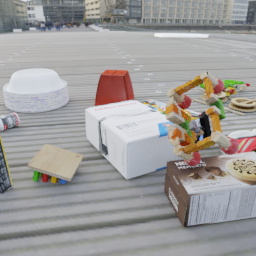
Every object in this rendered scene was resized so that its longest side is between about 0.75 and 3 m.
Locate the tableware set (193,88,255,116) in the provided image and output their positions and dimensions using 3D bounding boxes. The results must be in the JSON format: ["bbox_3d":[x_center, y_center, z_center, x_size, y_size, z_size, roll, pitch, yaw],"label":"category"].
[{"bbox_3d":[4.832,-1.434,13.437,1.900,0.576,2.875,-19,30,-36],"label":"tableware set"}]

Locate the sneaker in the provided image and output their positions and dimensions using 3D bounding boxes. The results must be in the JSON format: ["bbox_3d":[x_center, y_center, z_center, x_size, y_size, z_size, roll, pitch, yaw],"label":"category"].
[{"bbox_3d":[4.349,0.626,8.569,2.963,1.141,1.258,-15,37,-13],"label":"sneaker"}]

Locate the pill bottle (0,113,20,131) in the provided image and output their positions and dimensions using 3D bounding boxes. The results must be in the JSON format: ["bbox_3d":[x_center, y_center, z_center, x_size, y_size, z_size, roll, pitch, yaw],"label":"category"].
[{"bbox_3d":[-4.736,-0.213,10.775,0.542,0.542,0.952,20,32,38],"label":"pill bottle"}]

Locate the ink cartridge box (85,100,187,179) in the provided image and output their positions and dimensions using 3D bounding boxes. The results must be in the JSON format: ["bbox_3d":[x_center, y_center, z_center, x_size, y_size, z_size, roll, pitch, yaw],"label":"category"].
[{"bbox_3d":[0.147,0.187,8.991,2.111,1.229,2.919,-12,27,-28],"label":"ink cartridge box"}]

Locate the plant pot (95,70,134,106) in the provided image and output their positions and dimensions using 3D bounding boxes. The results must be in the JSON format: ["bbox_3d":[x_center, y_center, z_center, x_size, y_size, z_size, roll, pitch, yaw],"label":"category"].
[{"bbox_3d":[-0.637,-1.983,13.581,1.674,1.477,1.676,4,25,10],"label":"plant pot"}]

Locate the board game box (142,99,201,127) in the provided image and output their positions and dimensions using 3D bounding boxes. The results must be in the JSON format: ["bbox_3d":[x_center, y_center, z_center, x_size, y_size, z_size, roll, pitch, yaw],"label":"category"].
[{"bbox_3d":[1.408,-0.446,11.336,2.813,0.487,1.776,21,32,38],"label":"board game box"}]

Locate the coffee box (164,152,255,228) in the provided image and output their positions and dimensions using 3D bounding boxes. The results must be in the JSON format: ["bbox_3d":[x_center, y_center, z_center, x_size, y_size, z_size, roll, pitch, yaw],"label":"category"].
[{"bbox_3d":[2.237,1.391,6.667,2.426,0.968,1.371,-4,25,-10],"label":"coffee box"}]

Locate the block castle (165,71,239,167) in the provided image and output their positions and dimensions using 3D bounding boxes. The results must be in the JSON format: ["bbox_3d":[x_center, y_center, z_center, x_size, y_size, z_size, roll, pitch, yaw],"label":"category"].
[{"bbox_3d":[1.714,-0.190,6.600,1.333,0.936,1.995,-27,51,36],"label":"block castle"}]

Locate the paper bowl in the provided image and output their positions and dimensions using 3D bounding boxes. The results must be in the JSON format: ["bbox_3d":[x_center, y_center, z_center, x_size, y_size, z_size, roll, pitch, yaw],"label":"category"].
[{"bbox_3d":[-4.364,-1.904,13.357,2.954,1.536,2.954,1,24,-1],"label":"paper bowl"}]

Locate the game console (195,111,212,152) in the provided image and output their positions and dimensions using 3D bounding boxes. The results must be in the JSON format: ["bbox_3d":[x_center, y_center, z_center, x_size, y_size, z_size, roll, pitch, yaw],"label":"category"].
[{"bbox_3d":[2.349,0.214,8.798,0.200,0.979,1.660,-4,26,30],"label":"game console"}]

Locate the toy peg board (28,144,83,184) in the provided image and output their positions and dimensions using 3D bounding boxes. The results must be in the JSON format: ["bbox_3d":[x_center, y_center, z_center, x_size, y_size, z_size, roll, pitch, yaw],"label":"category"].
[{"bbox_3d":[-2.046,1.132,7.948,1.187,0.583,1.192,17,27,1],"label":"toy peg board"}]

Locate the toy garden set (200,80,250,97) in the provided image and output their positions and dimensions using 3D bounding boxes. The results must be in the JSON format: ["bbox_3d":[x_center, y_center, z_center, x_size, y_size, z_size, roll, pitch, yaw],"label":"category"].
[{"bbox_3d":[5.423,-2.136,15.131,2.366,0.472,1.973,-13,22,-28],"label":"toy garden set"}]

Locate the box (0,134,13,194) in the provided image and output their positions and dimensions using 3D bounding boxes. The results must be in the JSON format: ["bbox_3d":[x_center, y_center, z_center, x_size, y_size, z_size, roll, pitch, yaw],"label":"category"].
[{"bbox_3d":[-3.749,0.709,7.245,1.396,1.749,0.431,12,29,26],"label":"box"}]
